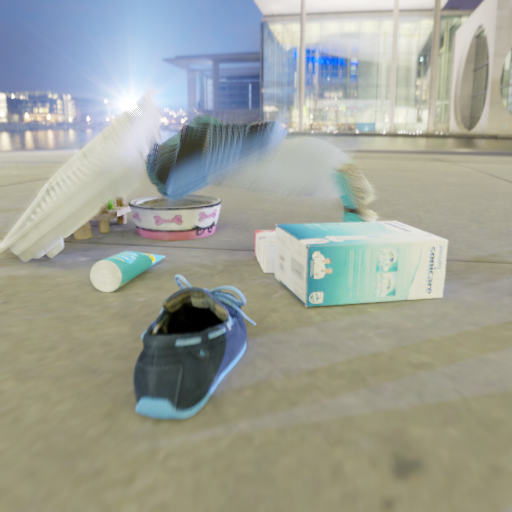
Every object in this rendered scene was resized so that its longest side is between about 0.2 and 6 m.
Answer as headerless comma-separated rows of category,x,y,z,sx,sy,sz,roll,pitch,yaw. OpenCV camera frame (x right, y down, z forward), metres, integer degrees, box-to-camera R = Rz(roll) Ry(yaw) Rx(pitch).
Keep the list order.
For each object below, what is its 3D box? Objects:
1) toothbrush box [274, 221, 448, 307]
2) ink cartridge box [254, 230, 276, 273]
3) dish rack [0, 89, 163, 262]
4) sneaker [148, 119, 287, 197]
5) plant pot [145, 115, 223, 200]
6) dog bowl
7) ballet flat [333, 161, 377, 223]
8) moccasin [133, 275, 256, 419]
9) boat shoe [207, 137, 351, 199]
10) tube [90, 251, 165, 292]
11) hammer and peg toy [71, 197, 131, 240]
toothbrush box,1.545,0.054,8.675,2.201,0.939,1.611,-4,14,-15
ink cartridge box,0.497,-0.105,10.178,0.922,0.537,1.266,-2,13,-7
dish rack,-3.234,-1.585,11.239,3.497,0.887,4.075,-35,24,17
sneaker,-0.584,-1.824,8.976,2.370,0.923,0.831,-30,2,-27
plant pot,-1.538,-2.167,12.863,1.674,1.674,1.639,11,36,38
dog bowl,-1.844,-0.898,12.887,2.107,0.777,2.107,0,14,0
ballet flat,1.912,-0.913,10.437,0.686,1.823,0.618,-27,30,-21
moccasin,-0.558,0.750,5.983,1.052,0.892,2.615,1,14,3
boat shoe,0.517,-1.798,11.445,3.352,1.207,1.040,5,-10,-30
tube,-2.170,0.152,9.457,0.762,0.496,1.967,12,11,4
hammer and peg toy,-4.104,-1.001,13.226,1.662,0.797,2.260,2,14,8
